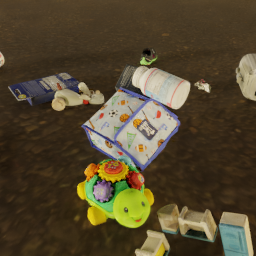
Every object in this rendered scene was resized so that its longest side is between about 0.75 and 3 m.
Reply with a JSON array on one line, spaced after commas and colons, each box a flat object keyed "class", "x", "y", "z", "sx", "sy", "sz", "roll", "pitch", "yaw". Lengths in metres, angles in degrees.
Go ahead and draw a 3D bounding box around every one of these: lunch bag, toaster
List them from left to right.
[{"class": "lunch bag", "x": 0.117, "y": 0.030, "z": 8.304, "sx": 2.279, "sy": 1.411, "sz": 1.937, "roll": 29, "pitch": 65, "yaw": 33}, {"class": "toaster", "x": 5.911, "y": -2.014, "z": 11.536, "sx": 2.755, "sy": 1.566, "sz": 1.780, "roll": 9, "pitch": 39, "yaw": 10}]

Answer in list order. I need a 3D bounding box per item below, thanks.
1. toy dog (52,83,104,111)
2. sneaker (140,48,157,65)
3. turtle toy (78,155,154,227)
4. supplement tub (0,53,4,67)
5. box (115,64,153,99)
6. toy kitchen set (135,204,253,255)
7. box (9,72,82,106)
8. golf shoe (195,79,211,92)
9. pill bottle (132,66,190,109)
[{"class": "toy dog", "x": -2.052, "y": -1.381, "z": 11.064, "sx": 2.042, "sy": 0.983, "sz": 1.347, "roll": -16, "pitch": 37, "yaw": -22}, {"class": "sneaker", "x": 1.168, "y": -3.986, "z": 15.080, "sx": 0.689, "sy": 0.752, "sz": 1.796, "roll": 10, "pitch": 36, "yaw": 14}, {"class": "turtle toy", "x": -0.225, "y": 1.485, "z": 6.663, "sx": 1.682, "sy": 1.167, "sz": 2.308, "roll": -14, "pitch": 35, "yaw": -20}, {"class": "supplement tub", "x": -6.877, "y": -3.228, "z": 13.772, "sx": 0.978, "sy": 0.978, "sz": 1.394, "roll": 6, "pitch": 35, "yaw": 9}, {"class": "box", "x": 0.409, "y": -1.472, "z": 9.681, "sx": 1.339, "sy": 0.717, "sz": 0.994, "roll": 20, "pitch": 73, "yaw": 18}, {"class": "toy kitchen set", "x": 1.353, "y": 2.519, "z": 5.624, "sx": 1.846, "sy": 1.087, "sz": 1.479, "roll": -2, "pitch": 29, "yaw": 35}, {"class": "box", "x": -3.522, "y": -1.675, "z": 11.973, "sx": 2.692, "sy": 0.436, "sz": 1.631, "roll": -19, "pitch": 38, "yaw": -28}, {"class": "golf shoe", "x": 3.319, "y": -1.787, "z": 12.288, "sx": 0.453, "sy": 0.397, "sz": 1.028, "roll": -20, "pitch": 31, "yaw": 0}, {"class": "pill bottle", "x": 0.864, "y": -1.141, "z": 7.570, "sx": 1.448, "sy": 0.787, "sz": 0.787, "roll": 30, "pitch": 44, "yaw": 26}]
